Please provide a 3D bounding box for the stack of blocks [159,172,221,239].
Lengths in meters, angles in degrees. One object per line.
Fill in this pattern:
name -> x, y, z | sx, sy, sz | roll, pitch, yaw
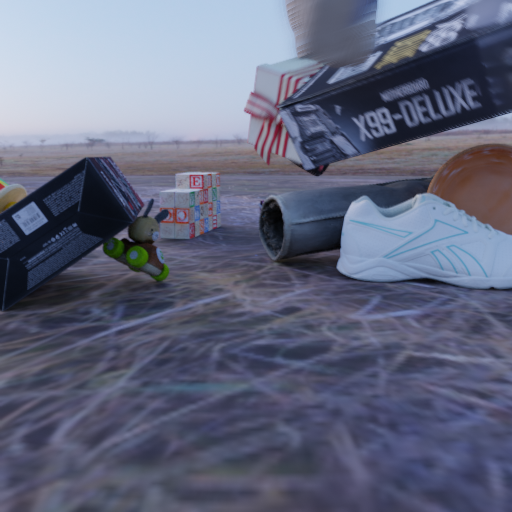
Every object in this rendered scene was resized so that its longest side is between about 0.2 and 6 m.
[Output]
stack of blocks -> -1.418, -1.173, 12.439 | 0.662, 1.302, 2.261 | 2, 11, 12

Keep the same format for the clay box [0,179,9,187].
clay box -> -5.420, -0.960, 11.282 | 1.467, 0.608, 2.553 | 38, 9, -3

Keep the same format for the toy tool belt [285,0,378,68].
toy tool belt -> 0.938, -3.033, 5.851 | 1.195, 1.176, 1.914 | 15, -31, 4

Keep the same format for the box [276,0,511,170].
box -> 2.601, -2.927, 8.222 | 3.273, 1.033, 4.150 | -11, 28, 35

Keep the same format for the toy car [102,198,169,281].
toy car -> -1.442, -0.258, 7.462 | 0.747, 0.947, 0.778 | 19, -12, 22

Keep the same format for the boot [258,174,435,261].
boot -> 1.999, -0.637, 9.821 | 3.918, 1.422, 3.562 | -17, -9, -7

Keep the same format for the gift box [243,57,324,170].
gift box -> 0.881, -2.564, 10.417 | 1.677, 1.818, 1.697 | 22, 35, 27

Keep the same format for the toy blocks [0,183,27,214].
toy blocks -> -4.798, -0.954, 9.257 | 2.512, 0.912, 2.094 | 32, 15, 7

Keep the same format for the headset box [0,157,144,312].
headset box -> -2.450, -0.431, 7.182 | 1.802, 0.909, 2.424 | -34, 13, -2

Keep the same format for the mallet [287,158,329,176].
mallet -> 1.480, -3.207, 11.342 | 1.019, 3.093, 0.636 | 28, 17, 19

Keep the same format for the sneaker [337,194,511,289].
sneaker -> 2.581, -0.220, 7.525 | 2.946, 1.180, 1.036 | 3, 11, 12

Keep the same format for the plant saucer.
plant saucer -> 3.413, -0.669, 8.155 | 1.891, 1.891, 0.354 | 1, -3, 8

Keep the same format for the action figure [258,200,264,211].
action figure -> 0.501, -1.381, 15.733 | 0.841, 0.564, 0.627 | -9, 14, -29
